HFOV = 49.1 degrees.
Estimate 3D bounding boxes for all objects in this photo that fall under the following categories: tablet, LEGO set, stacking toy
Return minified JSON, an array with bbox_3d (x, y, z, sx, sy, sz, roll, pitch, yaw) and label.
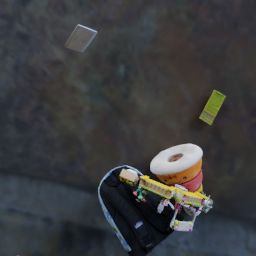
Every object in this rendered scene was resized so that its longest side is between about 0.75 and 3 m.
[{"bbox_3d":[-1.221,-2.289,7.239,0.546,0.839,0.057,11,59,-33],"label":"tablet"},{"bbox_3d":[0.831,1.665,6.237,2.266,1.042,0.843,18,91,-12],"label":"LEGO set"},{"bbox_3d":[1.508,1.478,7.263,1.376,1.376,1.883,-24,104,-1],"label":"stacking toy"}]

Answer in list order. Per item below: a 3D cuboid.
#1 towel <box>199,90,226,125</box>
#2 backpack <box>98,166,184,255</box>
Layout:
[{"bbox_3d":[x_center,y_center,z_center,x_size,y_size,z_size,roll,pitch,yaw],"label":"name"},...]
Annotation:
[{"bbox_3d":[2.330,-0.564,7.704,0.395,0.083,0.917,29,85,-8],"label":"towel"},{"bbox_3d":[0.093,1.896,6.889,1.606,1.513,1.968,-39,87,-12],"label":"backpack"}]
